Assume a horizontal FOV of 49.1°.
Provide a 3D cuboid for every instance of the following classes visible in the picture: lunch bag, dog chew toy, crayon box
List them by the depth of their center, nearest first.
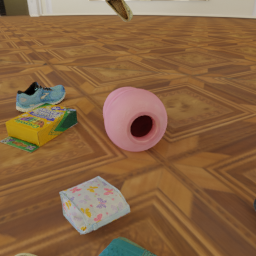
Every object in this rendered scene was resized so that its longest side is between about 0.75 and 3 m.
[{"bbox_3d":[-0.693,1.644,5.776,1.018,0.763,1.201,-19,23,-35],"label":"lunch bag"},{"bbox_3d":[0.032,-0.459,8.803,1.832,1.832,2.942,-7,21,-14],"label":"dog chew toy"},{"bbox_3d":[-2.916,-0.105,9.263,1.406,0.577,2.236,14,31,25],"label":"crayon box"}]

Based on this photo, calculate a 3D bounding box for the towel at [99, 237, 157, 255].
[{"bbox_3d":[-0.146,2.892,3.920,2.006,0.297,2.736,16,34,30],"label":"towel"}]

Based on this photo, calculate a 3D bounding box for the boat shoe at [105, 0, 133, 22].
[{"bbox_3d":[-0.408,-4.330,9.507,0.585,1.596,0.500,-38,15,22],"label":"boat shoe"}]

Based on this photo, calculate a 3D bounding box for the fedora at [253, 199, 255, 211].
[{"bbox_3d":[3.083,1.842,5.623,1.134,0.518,1.134,-1,24,1],"label":"fedora"}]

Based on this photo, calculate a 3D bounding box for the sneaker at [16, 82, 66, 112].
[{"bbox_3d":[-3.438,-1.393,11.246,0.870,0.999,2.221,20,34,33],"label":"sneaker"}]

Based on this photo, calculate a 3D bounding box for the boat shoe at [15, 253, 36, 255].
[{"bbox_3d":[-1.467,2.387,4.497,1.346,0.503,0.460,-4,33,26],"label":"boat shoe"}]
